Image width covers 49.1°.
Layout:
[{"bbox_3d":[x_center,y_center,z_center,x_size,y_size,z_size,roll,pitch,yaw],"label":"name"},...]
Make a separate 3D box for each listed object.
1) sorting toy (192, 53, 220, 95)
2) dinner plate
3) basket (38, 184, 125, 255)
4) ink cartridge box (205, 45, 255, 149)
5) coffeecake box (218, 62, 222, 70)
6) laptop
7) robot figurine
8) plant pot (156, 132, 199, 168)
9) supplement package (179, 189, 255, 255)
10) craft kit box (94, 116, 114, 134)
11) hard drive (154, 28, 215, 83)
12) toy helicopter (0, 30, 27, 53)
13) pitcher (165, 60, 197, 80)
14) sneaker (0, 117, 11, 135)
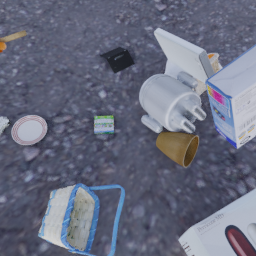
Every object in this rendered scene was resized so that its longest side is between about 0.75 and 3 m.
[{"bbox_3d":[3.120,-2.101,11.653,0.896,1.677,1.510,33,79,36],"label":"sorting toy"},{"bbox_3d":[-3.852,0.093,10.995,1.363,0.165,1.363,0,59,0],"label":"dinner plate"},{"bbox_3d":[-1.298,2.676,8.400,2.343,1.630,2.066,-6,54,29],"label":"basket"},{"bbox_3d":[3.292,-0.659,7.648,1.825,2.675,1.021,-35,47,-2],"label":"ink cartridge box"},{"bbox_3d":[3.846,-2.759,12.682,0.595,0.283,0.775,-17,60,-10],"label":"coffeecake box"},{"bbox_3d":[-0.507,-3.198,13.091,1.122,0.694,1.198,-29,91,-16],"label":"laptop"},{"bbox_3d":[1.535,-0.982,10.544,2.497,1.663,2.944,-48,45,4],"label":"robot figurine"},{"bbox_3d":[1.726,0.620,10.178,1.298,1.210,1.210,23,60,30],"label":"plant pot"},{"bbox_3d":[3.377,3.544,7.746,2.643,2.033,2.764,-26,63,-15],"label":"supplement package"},{"bbox_3d":[-0.951,-0.126,11.127,0.778,0.189,0.768,-2,61,-1],"label":"craft kit box"},{"bbox_3d":[1.976,-2.458,9.694,0.322,1.617,2.452,-43,45,1],"label":"hard drive"},{"bbox_3d":[-3.541,-2.443,7.811,1.491,0.588,0.986,-13,22,13],"label":"toy helicopter"},{"bbox_3d":[2.379,-2.502,11.737,1.891,1.337,2.205,5,52,47],"label":"pitcher"},{"bbox_3d":[-4.907,-0.073,10.972,0.564,0.370,0.980,-9,56,-3],"label":"sneaker"}]
